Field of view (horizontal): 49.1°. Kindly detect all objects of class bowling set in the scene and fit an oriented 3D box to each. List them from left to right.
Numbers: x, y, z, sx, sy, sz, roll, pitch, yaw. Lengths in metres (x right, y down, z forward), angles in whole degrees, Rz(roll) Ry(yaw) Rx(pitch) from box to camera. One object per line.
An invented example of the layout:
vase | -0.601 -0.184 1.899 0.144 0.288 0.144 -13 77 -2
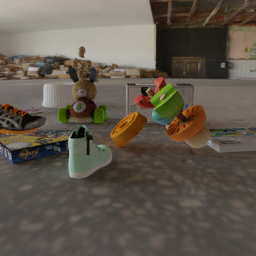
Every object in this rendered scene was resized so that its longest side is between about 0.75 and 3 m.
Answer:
bowling set | -2.222 -2.723 13.038 1.272 1.828 0.981 -24 31 10

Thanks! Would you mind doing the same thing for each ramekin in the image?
ramekin | -3.964 -2.129 17.641 2.792 1.361 2.792 0 13 0

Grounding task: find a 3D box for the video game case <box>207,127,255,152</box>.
video game case | 3.705 0.347 9.373 2.375 0.261 2.165 -2 13 -6

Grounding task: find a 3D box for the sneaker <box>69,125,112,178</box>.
sneaker | -0.888 0.432 7.096 0.694 1.113 1.887 2 12 16

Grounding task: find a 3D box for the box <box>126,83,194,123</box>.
box | 1.375 -1.115 12.551 2.943 1.717 0.885 1 15 -2

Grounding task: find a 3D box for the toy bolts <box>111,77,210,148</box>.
toy bolts | 1.141 -0.093 9.464 2.858 2.075 2.992 -38 17 16

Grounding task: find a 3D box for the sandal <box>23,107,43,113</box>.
sandal | -5.124 -0.965 14.957 1.195 0.294 0.486 -12 18 -43

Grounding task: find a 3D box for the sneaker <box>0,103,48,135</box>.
sneaker | -4.524 -0.389 10.660 2.924 1.129 1.144 2 11 1

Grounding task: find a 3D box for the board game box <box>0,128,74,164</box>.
board game box | -2.612 0.466 8.547 2.244 0.388 1.520 -10 17 -37

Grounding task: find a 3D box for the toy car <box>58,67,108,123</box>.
toy car | -2.010 -1.524 12.674 1.972 2.401 1.894 1 13 5
